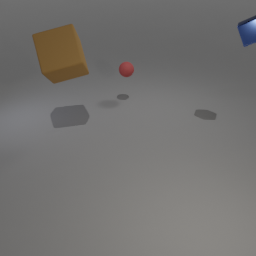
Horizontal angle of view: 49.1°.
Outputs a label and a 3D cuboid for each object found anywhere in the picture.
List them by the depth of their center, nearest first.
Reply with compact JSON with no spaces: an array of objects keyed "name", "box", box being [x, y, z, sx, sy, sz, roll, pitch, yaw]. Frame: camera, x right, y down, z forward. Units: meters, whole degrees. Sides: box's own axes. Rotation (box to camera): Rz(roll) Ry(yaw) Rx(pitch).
[{"name":"cube","box":[3.987,-3.143,9.005,0.700,0.700,0.700,-17,20,31]},{"name":"cube","box":[-2.293,-2.529,9.773,1.400,1.400,1.400,-16,-5,-1]},{"name":"ball","box":[-0.072,-2.693,12.898,0.700,0.700,0.700,0,30,0]}]
